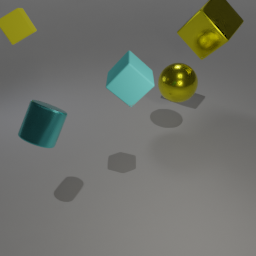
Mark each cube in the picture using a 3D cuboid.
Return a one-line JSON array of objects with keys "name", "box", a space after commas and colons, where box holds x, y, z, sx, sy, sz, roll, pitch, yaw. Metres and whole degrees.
[{"name": "cube", "box": [2.919, -3.600, 9.996, 1.400, 1.400, 1.400, 45, 61, -7]}, {"name": "cube", "box": [0.042, -1.013, 5.772, 0.700, 0.700, 0.700, 37, 28, -23]}, {"name": "cube", "box": [-3.057, -2.818, 7.748, 0.700, 0.700, 0.700, -30, 25, 2]}]

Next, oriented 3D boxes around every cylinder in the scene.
[{"name": "cylinder", "box": [-1.574, -0.077, 5.193, 0.700, 0.700, 0.700, 23, 5, -2]}]

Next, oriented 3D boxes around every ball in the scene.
[{"name": "ball", "box": [1.768, -1.602, 9.956, 1.400, 1.400, 1.400, 0, 33, 0]}]
